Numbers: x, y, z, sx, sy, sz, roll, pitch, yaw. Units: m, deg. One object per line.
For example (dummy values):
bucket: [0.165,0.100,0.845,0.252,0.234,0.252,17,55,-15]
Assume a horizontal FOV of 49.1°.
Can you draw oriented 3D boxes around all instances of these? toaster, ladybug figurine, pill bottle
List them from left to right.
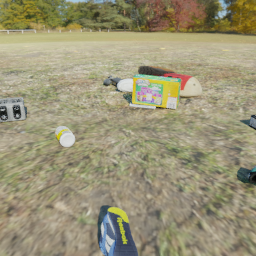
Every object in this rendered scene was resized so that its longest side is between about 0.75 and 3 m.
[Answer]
toaster: [-4.701,-0.753,11.286,1.093,0.717,1.209,-6,22,-17]
pill bottle: [-2.068,0.244,9.088,0.490,0.490,0.897,-10,24,-24]
ladybug figurine: [2.643,-2.317,14.861,2.672,0.961,1.814,15,26,33]

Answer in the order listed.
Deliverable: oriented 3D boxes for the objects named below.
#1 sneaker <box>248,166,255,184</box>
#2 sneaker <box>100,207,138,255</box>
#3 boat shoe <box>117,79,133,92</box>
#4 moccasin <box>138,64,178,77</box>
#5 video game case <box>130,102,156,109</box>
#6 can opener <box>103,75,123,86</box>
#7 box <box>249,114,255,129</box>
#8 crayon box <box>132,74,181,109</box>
sneaker: [3.566,1.307,6.447,1.532,0.547,0.612,12,28,40]
sneaker: [-0.190,2.023,4.745,0.483,0.537,1.306,21,32,-25]
boat shoe: [0.453,-2.251,15.014,2.024,0.745,0.661,-5,19,-10]
moccasin: [1.925,-3.583,18.065,2.607,0.954,1.006,6,20,17]
video game case: [0.752,-1.129,12.998,1.187,0.107,0.850,7,25,14]
can opener: [-0.710,-2.528,16.211,0.748,0.597,2.238,-41,35,-10]
box: [5.696,-0.098,9.966,2.025,0.466,1.610,-5,22,-13]
crayon box: [1.244,-1.640,12.492,2.086,1.239,0.608,9,26,15]
